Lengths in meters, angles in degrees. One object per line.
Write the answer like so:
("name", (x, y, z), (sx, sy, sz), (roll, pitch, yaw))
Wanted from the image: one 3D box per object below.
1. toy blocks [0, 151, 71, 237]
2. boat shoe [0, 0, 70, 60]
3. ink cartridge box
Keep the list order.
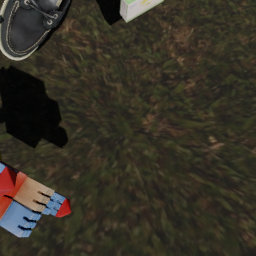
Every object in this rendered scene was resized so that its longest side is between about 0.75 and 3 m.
("toy blocks", (-1.726, 0.799, 3.749), (1.676, 2.451, 1.225), (25, 72, 11))
("boat shoe", (-1.784, -2.733, 5.956), (0.932, 1.051, 2.812), (11, 68, 50))
("ink cartridge box", (0.385, -3.098, 6.183), (1.138, 1.564, 0.375), (-32, 88, -6))
